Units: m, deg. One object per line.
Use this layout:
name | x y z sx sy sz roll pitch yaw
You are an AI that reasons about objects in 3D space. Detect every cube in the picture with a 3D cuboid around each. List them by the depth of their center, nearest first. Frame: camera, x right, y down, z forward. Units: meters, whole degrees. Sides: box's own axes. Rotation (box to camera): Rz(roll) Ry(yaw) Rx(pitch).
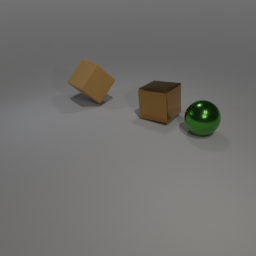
cube | 1.426 -1.200 12.384 1.400 1.400 1.400 12 30 34
cube | -1.784 -2.276 13.608 1.400 1.400 1.400 30 -4 46

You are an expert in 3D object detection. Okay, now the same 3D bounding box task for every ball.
ball | 2.936 -0.398 11.065 1.400 1.400 1.400 0 29 0
